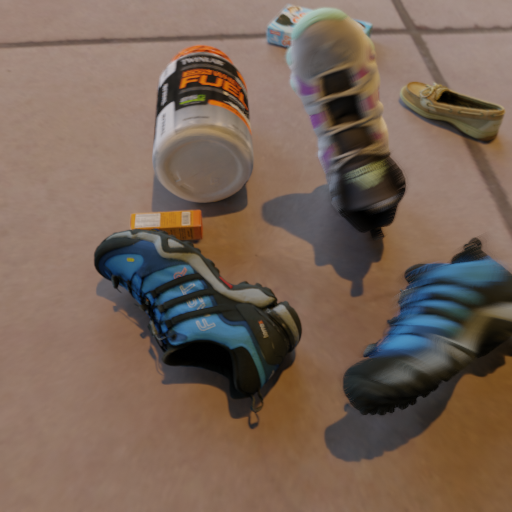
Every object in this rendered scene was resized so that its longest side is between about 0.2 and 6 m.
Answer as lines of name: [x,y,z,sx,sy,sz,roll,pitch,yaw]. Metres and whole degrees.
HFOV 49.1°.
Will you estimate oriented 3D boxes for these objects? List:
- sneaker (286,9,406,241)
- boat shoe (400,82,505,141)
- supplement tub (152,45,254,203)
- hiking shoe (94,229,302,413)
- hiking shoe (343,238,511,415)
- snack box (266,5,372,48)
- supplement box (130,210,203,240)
sneaker: [1.534,-1.669,8.344,1.366,3.514,2.458,-20,46,12]
boat shoe: [3.989,-3.141,11.476,0.805,0.694,2.207,-36,58,-26]
supplement tub: [-0.977,-2.510,10.258,1.737,1.737,2.836,-4,51,-3]
hiking shoe: [-1.083,0.721,7.823,3.380,1.257,1.465,23,53,19]
hiking shoe: [2.263,0.918,7.501,3.449,1.283,1.495,-20,63,-34]
snack box: [1.531,-5.413,13.591,2.247,0.417,1.305,20,53,16]
supplement box: [-1.504,-0.493,9.432,1.182,0.393,0.407,-2,53,-1]
